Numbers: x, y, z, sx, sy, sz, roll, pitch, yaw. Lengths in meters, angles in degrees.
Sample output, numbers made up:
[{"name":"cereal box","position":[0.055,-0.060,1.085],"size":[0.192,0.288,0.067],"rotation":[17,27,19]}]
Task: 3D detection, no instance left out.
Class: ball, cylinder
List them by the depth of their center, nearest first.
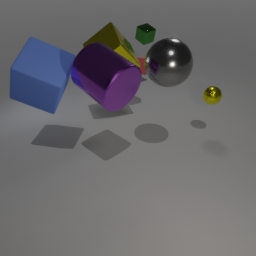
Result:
[{"name":"cylinder","position":[-0.588,-1.391,7.630],"size":[1.400,1.400,1.400],"rotation":[39,45,25]},{"name":"ball","position":[1.190,-1.897,8.186],"size":[1.400,1.400,1.400],"rotation":[0,30,0]},{"name":"ball","position":[3.135,-1.204,10.399],"size":[0.700,0.700,0.700],"rotation":[0,30,0]}]

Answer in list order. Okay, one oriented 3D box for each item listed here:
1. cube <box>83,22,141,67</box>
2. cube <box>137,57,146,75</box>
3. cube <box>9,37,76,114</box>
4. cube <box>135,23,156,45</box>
[{"name":"cube","position":[-0.622,-2.720,10.466],"size":[1.400,1.400,1.400],"rotation":[-33,54,18]},{"name":"cube","position":[0.364,-2.725,12.175],"size":[0.700,0.700,0.700],"rotation":[-4,17,-36]},{"name":"cube","position":[-2.546,-1.531,8.346],"size":[1.400,1.400,1.400],"rotation":[21,53,-11]},{"name":"cube","position":[0.872,-4.694,13.987],"size":[0.700,0.700,0.700],"rotation":[-28,58,-29]}]
